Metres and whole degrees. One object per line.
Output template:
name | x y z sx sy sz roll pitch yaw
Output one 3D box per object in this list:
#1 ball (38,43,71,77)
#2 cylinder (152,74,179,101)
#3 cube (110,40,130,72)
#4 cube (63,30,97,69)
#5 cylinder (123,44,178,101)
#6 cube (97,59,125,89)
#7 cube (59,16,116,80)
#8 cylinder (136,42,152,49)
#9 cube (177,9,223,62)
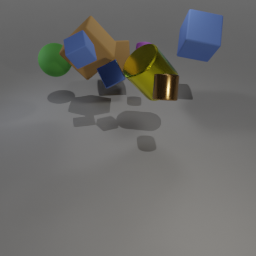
ball | -3.082 -2.879 11.875 1.400 1.400 1.400 0 32 0
cylinder | 1.053 -1.131 7.804 0.700 0.700 0.700 3 8 0
cube | -0.670 -3.320 13.236 1.400 1.400 1.400 -4 11 -5
cube | -1.457 -2.377 8.532 0.700 0.700 0.700 -22 59 13
cylinder | 0.780 -1.871 9.533 1.400 1.400 1.400 -26 44 28
cube | -0.546 -1.769 9.263 0.700 0.700 0.700 -26 7 3
cube | -1.421 -2.925 10.247 1.400 1.400 1.400 -34 30 25
cylinder | 0.635 -2.911 10.966 0.700 0.700 0.700 6 -5 1
cube | 2.938 -3.771 11.569 1.400 1.400 1.400 10 76 -3
